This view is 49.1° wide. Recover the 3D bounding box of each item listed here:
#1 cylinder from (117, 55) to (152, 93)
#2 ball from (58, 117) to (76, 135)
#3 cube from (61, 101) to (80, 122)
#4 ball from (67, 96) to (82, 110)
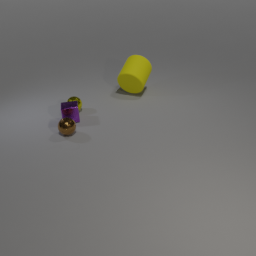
[{"bbox_3d":[0.344,-2.722,14.198,1.400,1.400,1.400,12,58,20],"label":"cylinder"},{"bbox_3d":[-2.356,-0.066,10.809,0.700,0.700,0.700,0,29,0],"label":"ball"},{"bbox_3d":[-2.442,-0.673,11.861,0.700,0.700,0.700,-8,30,-8],"label":"cube"},{"bbox_3d":[-2.403,-1.066,12.539,0.700,0.700,0.700,0,29,0],"label":"ball"}]
